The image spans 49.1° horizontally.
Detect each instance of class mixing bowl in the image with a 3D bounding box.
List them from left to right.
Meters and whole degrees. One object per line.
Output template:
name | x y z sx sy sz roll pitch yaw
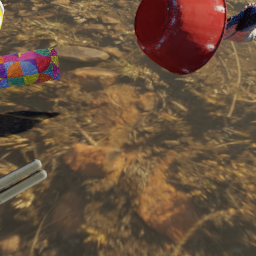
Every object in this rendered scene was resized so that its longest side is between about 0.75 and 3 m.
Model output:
mixing bowl | 1.048 -2.636 7.097 1.345 2.483 2.483 -4 42 -38

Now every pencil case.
pencil case | -2.908 -1.575 7.488 2.240 0.990 0.990 -13 48 -21

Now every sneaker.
sneaker | 3.383 -2.830 7.849 0.895 0.774 2.066 22 6 -8

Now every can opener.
can opener | -1.728 0.826 3.749 1.241 0.331 0.415 -29 12 -25

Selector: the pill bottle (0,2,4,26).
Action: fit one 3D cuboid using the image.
pill bottle | -3.551 -1.957 6.138 1.190 1.190 2.178 2 71 2
